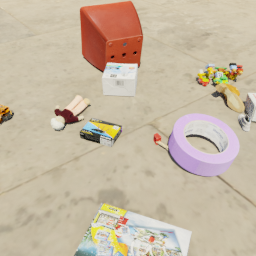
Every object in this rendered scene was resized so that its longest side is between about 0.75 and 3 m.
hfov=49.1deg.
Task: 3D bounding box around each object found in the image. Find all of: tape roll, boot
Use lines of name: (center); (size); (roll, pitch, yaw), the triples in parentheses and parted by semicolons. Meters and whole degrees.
tape roll: (2.469, 0.504, 9.230); (2.161, 0.709, 2.161); (6, 45, -6)
boot: (4.559, -1.356, 11.952); (1.169, 0.574, 1.633); (-11, 55, -44)
boot: (4.499, -0.338, 10.723); (0.364, 0.473, 0.989); (2, 39, 3)

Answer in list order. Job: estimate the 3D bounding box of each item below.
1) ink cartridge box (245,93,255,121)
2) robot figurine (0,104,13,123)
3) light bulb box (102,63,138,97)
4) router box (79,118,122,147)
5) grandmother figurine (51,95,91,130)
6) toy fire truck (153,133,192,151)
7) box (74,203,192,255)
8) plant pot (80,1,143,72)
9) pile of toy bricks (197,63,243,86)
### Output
ink cartridge box: (5.629, -0.801, 11.040); (1.683, 0.699, 1.234); (5, 33, 5)
robot figurine: (-5.224, -0.447, 10.887); (1.091, 0.438, 1.504); (16, 42, 16)
light bulb box: (-0.331, -2.205, 12.669); (1.461, 0.920, 1.474); (3, 39, 4)
router box: (-0.978, 0.140, 10.245); (1.283, 0.328, 0.957); (15, 41, 17)
grandmother figurine: (-2.341, -0.598, 10.958); (1.217, 0.608, 2.007); (15, 40, 17)
toy fire truck: (1.562, 0.556, 9.753); (0.892, 0.308, 1.265); (-20, 44, -22)
box: (0.141, 2.915, 6.712); (2.454, 0.463, 1.676); (13, 41, 16)
plant pot: (-0.669, -4.331, 14.107); (2.801, 2.804, 2.471); (-15, 53, -18)
pile of toy bricks: (4.368, -2.312, 12.940); (2.056, 1.140, 1.015); (0, 76, -17)
